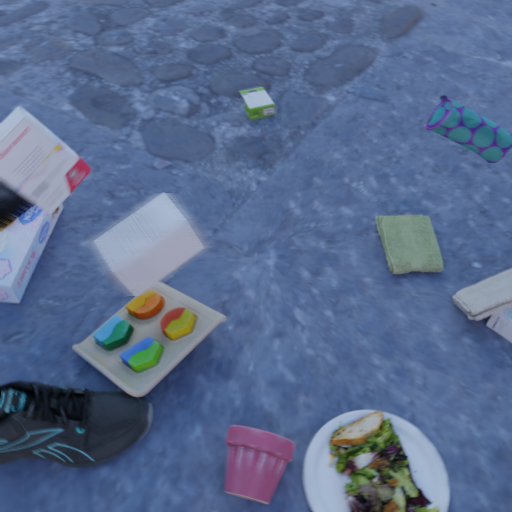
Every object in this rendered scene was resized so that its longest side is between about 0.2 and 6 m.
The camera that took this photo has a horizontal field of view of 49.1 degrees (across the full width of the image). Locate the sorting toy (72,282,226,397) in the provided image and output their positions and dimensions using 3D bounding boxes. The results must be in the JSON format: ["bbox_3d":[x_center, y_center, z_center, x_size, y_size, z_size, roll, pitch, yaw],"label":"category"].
[{"bbox_3d":[-1.938,1.328,9.996,2.018,0.398,2.181,22,49,40],"label":"sorting toy"}]

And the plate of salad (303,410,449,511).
[{"bbox_3d":[1.834,3.334,8.517,2.210,0.531,2.210,1,49,-1],"label":"plate of salad"}]

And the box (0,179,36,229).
[{"bbox_3d":[-4.309,-1.335,10.042,1.442,0.569,1.018,-34,63,11],"label":"box"}]

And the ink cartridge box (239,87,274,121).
[{"bbox_3d":[0.017,-4.121,15.101,0.698,0.358,0.945,-14,49,-12],"label":"ink cartridge box"}]

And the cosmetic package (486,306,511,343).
[{"bbox_3d":[4.932,1.180,10.393,0.843,0.520,0.845,-35,59,-27],"label":"cosmetic package"}]

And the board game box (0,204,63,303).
[{"bbox_3d":[-5.821,-0.339,11.674,2.722,0.561,2.729,3,49,3],"label":"board game box"}]

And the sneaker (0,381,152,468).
[{"bbox_3d":[-3.247,2.584,8.703,3.191,1.265,1.203,-6,48,-7],"label":"sneaker"}]

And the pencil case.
[{"bbox_3d":[3.305,-1.931,8.669,1.330,0.566,0.615,23,7,-17],"label":"pencil case"}]

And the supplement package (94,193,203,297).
[{"bbox_3d":[-1.801,-0.192,9.486,1.441,0.874,0.863,-36,53,-7],"label":"supplement package"}]

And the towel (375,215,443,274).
[{"bbox_3d":[3.224,-0.273,11.803,1.207,0.297,1.627,-2,48,-3],"label":"towel"}]

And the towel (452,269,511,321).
[{"bbox_3d":[4.538,0.694,10.457,1.538,0.265,1.019,-24,17,6],"label":"towel"}]

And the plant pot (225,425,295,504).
[{"bbox_3d":[-0.028,3.156,8.429,1.045,1.045,0.936,12,65,10],"label":"plant pot"}]

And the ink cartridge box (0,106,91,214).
[{"bbox_3d":[-3.358,-1.435,8.506,0.982,1.331,0.570,-46,43,-2],"label":"ink cartridge box"}]
